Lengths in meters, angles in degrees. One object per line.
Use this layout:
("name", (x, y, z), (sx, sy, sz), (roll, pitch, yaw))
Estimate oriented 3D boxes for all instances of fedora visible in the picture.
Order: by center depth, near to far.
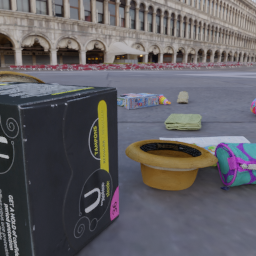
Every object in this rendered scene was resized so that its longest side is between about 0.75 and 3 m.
("fedora", (0.784, 0.712, 5.311), (1.763, 0.719, 1.763), (5, 11, -1))
("fedora", (-5.562, -1.963, 14.226), (2.847, 1.161, 2.847), (3, -8, 0))

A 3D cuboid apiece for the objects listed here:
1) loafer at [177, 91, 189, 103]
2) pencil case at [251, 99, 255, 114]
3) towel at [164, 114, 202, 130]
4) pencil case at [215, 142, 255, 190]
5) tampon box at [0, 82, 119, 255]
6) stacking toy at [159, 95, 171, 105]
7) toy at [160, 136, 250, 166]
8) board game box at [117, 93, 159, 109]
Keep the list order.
("loafer", (2.915, -1.651, 14.881), (0.602, 0.543, 1.590), (2, 15, 10))
("pencil case", (5.441, -0.704, 10.725), (0.847, 0.847, 1.916), (1, 16, 3))
("towel", (1.952, -0.216, 9.786), (1.229, 0.302, 1.657), (3, 16, 14))
("pencil case", (2.698, 0.670, 5.189), (2.019, 0.859, 0.933), (-1, 2, -3))
("tampon box", (-1.630, 0.404, 3.940), (2.633, 1.973, 1.662), (8, 17, 29))
("stacking toy", (1.851, -1.352, 14.146), (0.475, 0.449, 0.819), (-16, 32, -36))
("toy", (1.780, 0.558, 6.400), (2.050, 0.484, 1.180), (2, 17, 2))
("board game box", (0.251, -1.346, 13.640), (1.846, 0.569, 1.845), (11, 18, 37))
